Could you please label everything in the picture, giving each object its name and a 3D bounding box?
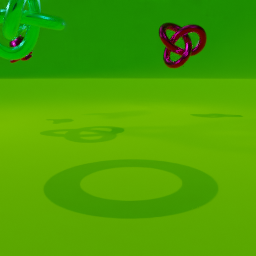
[{"bbox_3d":[1.643,-2.880,9.237,1.607,1.504,0.743,-41,-5,7],"label":"knot shape"},{"bbox_3d":[-3.257,-2.300,8.230,0.810,0.678,1.126,-21,49,10],"label":"monkey head"},{"bbox_3d":[-2.483,-2.282,6.357,1.781,0.880,1.903,-31,-2,13],"label":"knot shape"}]
